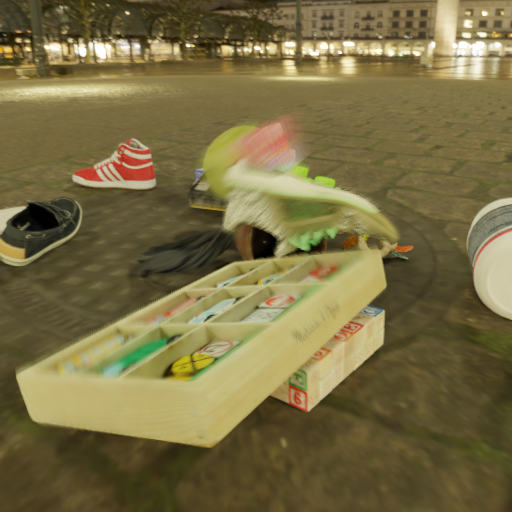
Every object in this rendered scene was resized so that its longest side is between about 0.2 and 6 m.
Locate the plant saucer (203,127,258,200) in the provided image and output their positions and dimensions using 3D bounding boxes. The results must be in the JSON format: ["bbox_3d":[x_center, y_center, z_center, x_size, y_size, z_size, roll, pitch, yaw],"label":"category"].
[{"bbox_3d":[-0.302,-2.079,12.877,1.832,1.832,0.285,6,-13,13],"label":"plant saucer"}]

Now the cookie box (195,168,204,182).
[{"bbox_3d":[-1.065,-2.226,15.696,1.018,0.382,0.871,18,27,36],"label":"cookie box"}]

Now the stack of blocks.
[{"bbox_3d":[0.750,1.161,7.349,1.091,0.555,1.894,14,26,37],"label":"stack of blocks"}]

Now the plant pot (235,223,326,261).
[{"bbox_3d":[0.228,-0.286,10.046,1.448,1.448,1.549,-10,8,-23],"label":"plant pot"}]

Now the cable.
[{"bbox_3d":[-1.280,-0.064,10.262,1.806,0.459,1.474,-17,12,2],"label":"cable"}]

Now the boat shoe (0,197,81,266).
[{"bbox_3d":[-4.222,-0.695,11.210,0.964,0.804,2.583,24,27,1],"label":"boat shoe"}]

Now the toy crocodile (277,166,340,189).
[{"bbox_3d":[0.840,-1.190,9.875,0.549,0.600,1.778,-4,24,-39],"label":"toy crocodile"}]

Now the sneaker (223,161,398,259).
[{"bbox_3d":[0.744,-0.477,8.644,2.818,1.249,1.084,18,-1,13],"label":"sneaker"}]

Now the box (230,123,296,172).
[{"bbox_3d":[0.290,-1.748,11.516,0.812,1.701,0.848,-16,10,39],"label":"box"}]

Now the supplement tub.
[{"bbox_3d":[4.219,-0.022,9.035,1.469,1.469,2.094,6,24,14],"label":"supplement tub"}]

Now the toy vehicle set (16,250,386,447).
[{"bbox_3d":[-0.360,0.845,6.911,2.596,0.554,4.178,-6,13,35],"label":"toy vehicle set"}]

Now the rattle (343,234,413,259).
[{"bbox_3d":[2.374,-0.124,10.988,1.105,0.790,0.720,12,50,-15],"label":"rattle"}]

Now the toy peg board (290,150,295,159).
[{"bbox_3d":[0.257,-2.108,15.023,1.482,0.725,1.475,1,47,14],"label":"toy peg board"}]

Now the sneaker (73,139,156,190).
[{"bbox_3d":[-3.893,-2.531,15.210,2.349,1.321,0.837,3,23,8],"label":"sneaker"}]

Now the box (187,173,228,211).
[{"bbox_3d":[-0.343,-1.721,13.738,2.154,0.531,1.720,8,42,20],"label":"box"}]

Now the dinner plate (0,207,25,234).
[{"bbox_3d":[-5.187,-0.706,12.250,2.496,0.303,2.496,-1,23,1],"label":"dinner plate"}]
